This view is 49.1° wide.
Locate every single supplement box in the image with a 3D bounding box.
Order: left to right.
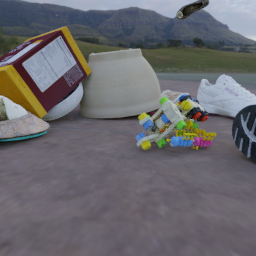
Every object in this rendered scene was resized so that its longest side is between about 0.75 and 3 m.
[{"bbox_3d":[-2.702,-1.532,7.996,2.185,1.471,2.215,3,43,42],"label":"supplement box"}]

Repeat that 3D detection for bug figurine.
[{"bbox_3d":[1.063,0.178,5.637,1.120,0.372,1.444,2,8,-18],"label":"bug figurine"}]

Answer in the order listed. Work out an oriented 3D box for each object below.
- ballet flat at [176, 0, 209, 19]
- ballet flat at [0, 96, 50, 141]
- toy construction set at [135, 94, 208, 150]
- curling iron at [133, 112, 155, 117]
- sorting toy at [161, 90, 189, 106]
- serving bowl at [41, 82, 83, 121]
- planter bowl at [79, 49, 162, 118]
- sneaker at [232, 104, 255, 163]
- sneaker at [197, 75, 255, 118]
[{"bbox_3d":[2.225,-4.152,9.760,1.239,0.417,0.287,-12,20,35],"label":"ballet flat"},{"bbox_3d":[-2.796,-0.126,5.536,1.001,0.989,2.941,7,15,34],"label":"ballet flat"},{"bbox_3d":[0.934,-0.150,5.868,1.262,0.887,1.925,-41,-7,20],"label":"toy construction set"},{"bbox_3d":[0.579,-0.404,8.446,1.661,0.212,0.412,9,16,33],"label":"curling iron"},{"bbox_3d":[1.327,-0.870,9.717,1.115,0.662,1.239,-13,16,-20],"label":"sorting toy"},{"bbox_3d":[-2.032,-0.741,8.292,1.701,0.560,1.701,-20,31,13],"label":"serving bowl"},{"bbox_3d":[-0.312,-1.569,9.126,2.788,1.876,2.788,-6,17,2],"label":"planter bowl"},{"bbox_3d":[2.842,0.246,4.496,1.107,0.958,2.453,3,14,-35],"label":"sneaker"},{"bbox_3d":[3.181,-0.930,8.410,2.550,1.270,0.955,13,18,40],"label":"sneaker"}]
